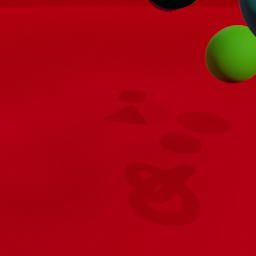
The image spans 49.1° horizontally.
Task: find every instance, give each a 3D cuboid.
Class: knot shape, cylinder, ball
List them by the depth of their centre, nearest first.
[{"bbox_3d":[1.700,-1.473,2.585,0.889,1.923,1.800,-5,3,40],"label":"knot shape"},{"bbox_3d":[1.942,-1.332,5.125,1.020,1.020,1.020,0,26,0],"label":"ball"},{"bbox_3d":[1.088,-3.756,7.381,0.951,0.951,0.951,22,-11,4],"label":"cylinder"}]

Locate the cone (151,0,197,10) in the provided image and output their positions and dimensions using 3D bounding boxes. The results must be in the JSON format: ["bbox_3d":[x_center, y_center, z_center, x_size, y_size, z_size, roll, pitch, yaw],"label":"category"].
[{"bbox_3d":[1.033,-3.273,5.707,1.360,1.360,1.365,6,34,13],"label":"cone"}]
